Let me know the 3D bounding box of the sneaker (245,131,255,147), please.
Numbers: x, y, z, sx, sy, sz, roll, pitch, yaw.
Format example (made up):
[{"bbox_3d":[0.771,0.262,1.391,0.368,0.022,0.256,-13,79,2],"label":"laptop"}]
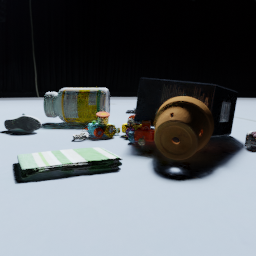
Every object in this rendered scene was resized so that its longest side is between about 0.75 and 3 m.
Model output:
[{"bbox_3d":[3.571,0.274,6.900,1.373,0.520,0.793,-18,22,-34],"label":"sneaker"}]

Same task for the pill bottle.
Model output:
[{"bbox_3d":[-2.152,-0.975,11.978,2.639,1.488,1.488,1,8,5],"label":"pill bottle"}]

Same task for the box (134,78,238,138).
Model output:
[{"bbox_3d":[1.768,-0.613,8.324,2.240,1.412,2.278,11,7,34],"label":"box"}]

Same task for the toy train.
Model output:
[{"bbox_3d":[-0.232,-0.052,8.127,2.550,0.709,1.916,3,8,14],"label":"toy train"}]

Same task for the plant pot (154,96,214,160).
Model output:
[{"bbox_3d":[1.078,0.076,5.830,1.275,1.275,0.892,3,25,23],"label":"plant pot"}]

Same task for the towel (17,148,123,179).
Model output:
[{"bbox_3d":[-1.130,0.610,5.292,1.741,0.204,1.328,-5,9,-24],"label":"towel"}]

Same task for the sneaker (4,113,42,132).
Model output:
[{"bbox_3d":[-3.443,-0.236,9.790,1.545,0.568,0.911,1,14,25],"label":"sneaker"}]

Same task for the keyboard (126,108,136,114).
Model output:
[{"bbox_3d":[0.425,-1.032,16.440,1.101,0.218,0.573,3,29,21],"label":"keyboard"}]
